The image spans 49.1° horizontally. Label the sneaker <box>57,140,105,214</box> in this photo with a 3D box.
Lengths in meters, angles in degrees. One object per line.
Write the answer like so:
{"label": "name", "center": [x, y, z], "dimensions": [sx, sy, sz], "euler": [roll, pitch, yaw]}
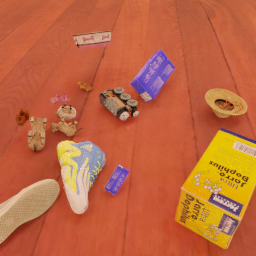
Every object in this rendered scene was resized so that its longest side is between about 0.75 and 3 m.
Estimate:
{"label": "sneaker", "center": [-1.318, 1.273, 8.781], "dimensions": [1.519, 1.095, 2.893], "euler": [-13, 41, -15]}

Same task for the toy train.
{"label": "toy train", "center": [-0.384, -0.982, 11.603], "dimensions": [1.076, 0.805, 1.888], "euler": [-22, 48, -26]}

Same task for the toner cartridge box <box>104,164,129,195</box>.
{"label": "toner cartridge box", "center": [-0.342, 1.577, 8.546], "dimensions": [0.403, 0.849, 0.183], "euler": [31, 6, -2]}

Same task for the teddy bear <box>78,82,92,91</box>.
{"label": "teddy bear", "center": [-2.020, -1.935, 13.108], "dimensions": [0.754, 0.252, 0.547], "euler": [26, 18, 6]}

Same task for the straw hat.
{"label": "straw hat", "center": [3.906, -0.823, 11.514], "dimensions": [1.709, 0.723, 1.709], "euler": [4, 46, -4]}

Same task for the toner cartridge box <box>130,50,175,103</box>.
{"label": "toner cartridge box", "center": [1.156, -2.355, 12.519], "dimensions": [0.525, 1.154, 2.430], "euler": [-18, 29, 50]}

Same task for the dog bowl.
{"label": "dog bowl", "center": [-1.557, -3.916, 12.494], "dimensions": [1.727, 0.637, 1.727], "euler": [-6, 19, 2]}

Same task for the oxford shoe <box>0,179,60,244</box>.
{"label": "oxford shoe", "center": [-3.106, 2.267, 7.833], "dimensions": [0.763, 0.993, 2.641], "euler": [8, 35, 46]}

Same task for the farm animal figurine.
{"label": "farm animal figurine", "center": [-2.962, -0.177, 10.614], "dimensions": [2.221, 1.117, 1.793], "euler": [-26, 66, -32]}

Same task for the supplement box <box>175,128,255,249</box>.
{"label": "supplement box", "center": [2.743, 1.586, 8.053], "dimensions": [1.573, 1.564, 2.873], "euler": [24, 46, 25]}
